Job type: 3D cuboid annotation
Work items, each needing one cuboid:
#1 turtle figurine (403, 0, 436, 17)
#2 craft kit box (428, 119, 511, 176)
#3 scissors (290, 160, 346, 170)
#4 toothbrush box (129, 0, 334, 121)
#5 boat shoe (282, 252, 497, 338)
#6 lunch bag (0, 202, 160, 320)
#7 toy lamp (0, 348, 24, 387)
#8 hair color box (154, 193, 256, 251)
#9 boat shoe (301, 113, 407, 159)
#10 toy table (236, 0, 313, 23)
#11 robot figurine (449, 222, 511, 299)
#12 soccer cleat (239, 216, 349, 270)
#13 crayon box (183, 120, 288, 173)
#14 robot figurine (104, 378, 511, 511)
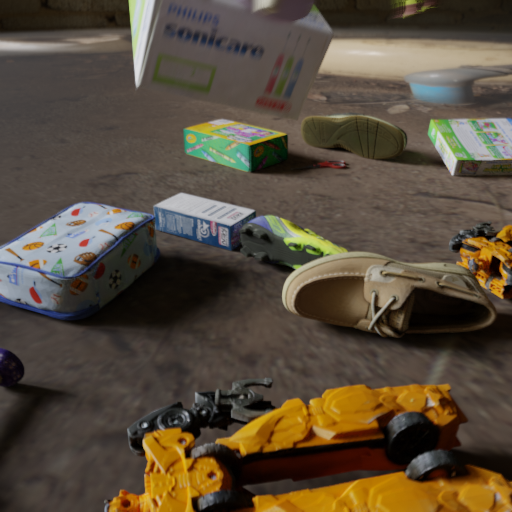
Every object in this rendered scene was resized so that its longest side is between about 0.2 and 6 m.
[{"bbox_3d":[2.424,-4.304,8.574,1.330,1.073,0.428,-29,16,-22],"label":"turtle figurine"},{"bbox_3d":[5.264,-2.550,12.988,2.008,0.493,2.033,1,39,-3],"label":"craft kit box"},{"bbox_3d":[1.417,-2.078,12.913,1.365,0.095,0.499,-4,30,-5],"label":"scissors"},{"bbox_3d":[-0.488,-3.117,7.151,2.035,1.203,2.795,6,41,-22],"label":"toothbrush box"},{"bbox_3d":[1.632,0.523,6.873,2.583,0.920,0.833,-1,27,-5],"label":"boat shoe"},{"bbox_3d":[-2.560,-0.030,8.066,1.808,0.853,2.257,9,29,22],"label":"lunch bag"},{"bbox_3d":[-2.871,1.573,5.274,0.525,0.525,1.804,5,28,10],"label":"toy lamp"},{"bbox_3d":[-0.875,-0.604,9.552,1.590,0.481,0.795,15,31,28],"label":"hair color box"},{"bbox_3d":[2.476,-3.077,13.815,2.885,1.031,0.948,16,36,38],"label":"boat shoe"},{"bbox_3d":[0.171,-2.238,4.341,0.940,0.864,0.550,12,5,-28],"label":"toy table"},{"bbox_3d":[3.975,0.021,8.124,2.325,0.677,1.686,-11,29,-22],"label":"robot figurine"},{"bbox_3d":[0.801,-0.094,8.230,1.007,0.779,2.409,-25,35,-39],"label":"soccer cleat"},{"bbox_3d":[-0.508,-2.680,13.426,2.249,0.655,1.336,23,35,37],"label":"crayon box"},{"bbox_3d":[0.425,1.855,4.298,3.050,0.888,2.211,-5,27,-11],"label":"robot figurine"}]
